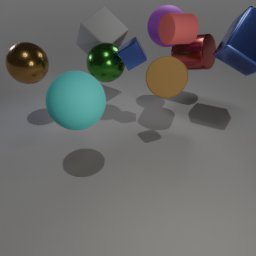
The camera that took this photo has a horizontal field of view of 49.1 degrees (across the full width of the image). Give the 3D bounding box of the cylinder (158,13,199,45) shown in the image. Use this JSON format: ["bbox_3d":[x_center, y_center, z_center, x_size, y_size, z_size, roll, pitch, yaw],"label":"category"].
[{"bbox_3d":[1.197,-2.367,6.688,0.700,0.700,0.700,-11,32,-27],"label":"cylinder"}]

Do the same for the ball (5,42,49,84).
[{"bbox_3d":[-3.421,-2.201,9.554,1.400,1.400,1.400,0,30,0],"label":"ball"}]

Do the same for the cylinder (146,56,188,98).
[{"bbox_3d":[1.422,-1.822,9.988,1.400,1.400,1.400,7,13,12],"label":"cylinder"}]

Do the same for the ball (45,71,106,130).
[{"bbox_3d":[-1.228,-0.645,6.644,1.400,1.400,1.400,0,30,0],"label":"ball"}]

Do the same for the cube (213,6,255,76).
[{"bbox_3d":[3.847,-2.695,8.940,1.400,1.400,1.400,31,2,0],"label":"cube"}]

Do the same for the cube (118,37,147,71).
[{"bbox_3d":[0.139,-2.425,9.128,0.700,0.700,0.700,-27,26,16],"label":"cube"}]

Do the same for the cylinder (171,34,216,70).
[{"bbox_3d":[2.738,-3.130,11.664,1.400,1.400,1.400,8,29,39],"label":"cylinder"}]

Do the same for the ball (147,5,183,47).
[{"bbox_3d":[1.387,-3.600,9.938,1.400,1.400,1.400,0,30,0],"label":"ball"}]

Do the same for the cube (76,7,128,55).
[{"bbox_3d":[-1.088,-3.751,11.523,1.400,1.400,1.400,43,64,-1],"label":"cube"}]

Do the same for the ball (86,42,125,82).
[{"bbox_3d":[-0.784,-2.342,10.031,1.400,1.400,1.400,0,30,0],"label":"ball"}]
